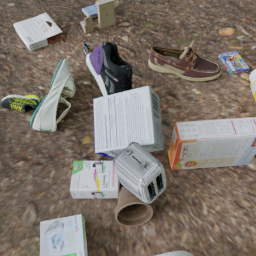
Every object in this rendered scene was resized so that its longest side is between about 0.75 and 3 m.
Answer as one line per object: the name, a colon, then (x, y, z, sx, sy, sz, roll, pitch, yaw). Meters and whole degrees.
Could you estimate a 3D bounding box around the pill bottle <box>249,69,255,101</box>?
pill bottle: (4.698, -1.250, 9.423, 0.921, 0.921, 1.612, 0, 54, 0)

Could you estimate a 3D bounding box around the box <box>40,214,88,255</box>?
box: (-1.511, 2.786, 6.668, 1.022, 0.560, 1.159, -9, 53, -4)

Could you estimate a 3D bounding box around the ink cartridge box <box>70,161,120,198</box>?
ink cartridge box: (-0.869, 1.407, 7.689, 1.271, 0.534, 0.920, 0, 53, 0)

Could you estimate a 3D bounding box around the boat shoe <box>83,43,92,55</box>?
boat shoe: (-1.548, -3.028, 11.081, 0.285, 0.366, 0.806, -27, 58, -19)

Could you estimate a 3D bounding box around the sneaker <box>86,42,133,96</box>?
sneaker: (-0.261, -1.406, 8.605, 2.509, 1.099, 0.950, 57, 40, -9)

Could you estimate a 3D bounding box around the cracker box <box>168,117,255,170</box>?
cracker box: (2.381, 0.460, 7.754, 2.327, 1.559, 0.671, -3, 54, -3)

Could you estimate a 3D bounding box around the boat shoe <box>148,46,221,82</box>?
boat shoe: (2.096, -2.477, 10.288, 2.716, 0.978, 0.980, 16, 55, 11)

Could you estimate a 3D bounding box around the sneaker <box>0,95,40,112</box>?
sneaker: (-3.612, -0.789, 9.353, 1.293, 0.481, 0.547, -7, 54, -5)

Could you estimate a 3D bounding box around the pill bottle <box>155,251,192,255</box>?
pill bottle: (0.921, 3.934, 5.203, 1.532, 1.532, 2.751, -10, 54, -7)

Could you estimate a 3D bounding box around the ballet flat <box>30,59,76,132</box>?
ballet flat: (-2.293, -1.057, 9.393, 0.999, 0.999, 2.879, 11, 58, 8)

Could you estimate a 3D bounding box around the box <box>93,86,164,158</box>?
box: (0.002, -0.104, 7.207, 1.606, 0.842, 1.477, -10, 73, 22)

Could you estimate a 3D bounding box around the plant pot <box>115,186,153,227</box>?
plant pot: (0.112, 1.901, 7.184, 0.952, 0.952, 0.831, -6, 37, -5)

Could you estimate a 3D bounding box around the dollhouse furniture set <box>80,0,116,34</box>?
dollhouse furniture set: (-1.546, -5.296, 12.286, 1.640, 1.134, 1.737, -25, 57, -17)

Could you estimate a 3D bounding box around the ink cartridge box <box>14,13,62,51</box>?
ink cartridge box: (-3.787, -4.092, 11.854, 1.519, 0.386, 1.724, -28, 59, -19)

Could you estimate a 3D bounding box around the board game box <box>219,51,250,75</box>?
board game box: (4.082, -2.529, 10.820, 0.742, 0.189, 1.096, -10, 54, -8)

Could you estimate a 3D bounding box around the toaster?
toaster: (0.298, 1.077, 6.373, 0.830, 1.460, 0.943, -38, 53, -20)
